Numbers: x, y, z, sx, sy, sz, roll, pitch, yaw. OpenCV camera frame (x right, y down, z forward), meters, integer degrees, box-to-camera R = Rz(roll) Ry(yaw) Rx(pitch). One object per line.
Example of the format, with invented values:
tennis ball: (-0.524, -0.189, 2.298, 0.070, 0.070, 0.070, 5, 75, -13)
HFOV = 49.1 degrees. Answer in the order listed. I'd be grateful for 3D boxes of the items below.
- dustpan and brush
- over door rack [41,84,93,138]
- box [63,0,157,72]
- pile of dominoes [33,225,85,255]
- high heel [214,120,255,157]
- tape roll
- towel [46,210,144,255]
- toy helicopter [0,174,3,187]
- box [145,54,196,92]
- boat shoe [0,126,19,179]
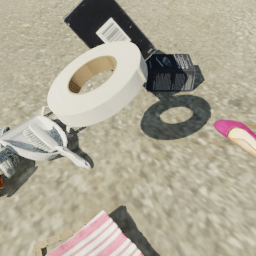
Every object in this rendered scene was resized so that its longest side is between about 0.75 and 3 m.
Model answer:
dustpan and brush: (-2.365, 0.568, 8.771, 2.728, 0.781, 1.904, 39, 34, 2)
over door rack: (-1.780, -0.850, 10.489, 2.429, 0.809, 1.795, -32, 49, -32)
box: (-0.647, -3.119, 9.257, 1.564, 2.537, 2.517, -43, 21, 6)
pile of dominoes: (-1.435, 2.997, 6.560, 1.386, 0.221, 1.080, -19, 49, -10)
high heel: (3.726, 0.422, 9.095, 2.102, 0.708, 1.008, 30, 37, 13)
tape roll: (-0.680, -1.006, 6.019, 2.284, 0.417, 2.284, -19, 43, 18)
towel: (-0.409, 3.139, 5.982, 1.778, 0.363, 2.429, -32, 58, -31)
toy helicopter: (-3.884, 1.188, 7.458, 0.653, 1.656, 1.095, -15, 25, -17)
box: (1.707, -2.395, 12.056, 2.044, 1.066, 1.513, 0, 41, 0)
boat shoe: (-3.839, 0.671, 8.699, 0.713, 0.819, 2.223, -27, 40, -15)
